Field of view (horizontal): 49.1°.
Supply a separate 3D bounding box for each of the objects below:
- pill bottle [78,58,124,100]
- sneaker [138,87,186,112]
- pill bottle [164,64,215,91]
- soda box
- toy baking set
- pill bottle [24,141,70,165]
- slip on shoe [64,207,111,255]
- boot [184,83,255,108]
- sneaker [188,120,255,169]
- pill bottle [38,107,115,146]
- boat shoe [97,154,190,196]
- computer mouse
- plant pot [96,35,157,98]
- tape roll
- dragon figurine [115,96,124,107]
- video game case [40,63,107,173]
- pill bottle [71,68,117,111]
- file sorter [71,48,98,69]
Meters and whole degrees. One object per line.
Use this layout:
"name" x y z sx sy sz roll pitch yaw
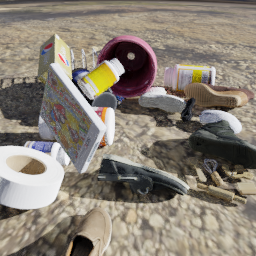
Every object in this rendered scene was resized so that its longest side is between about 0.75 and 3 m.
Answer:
"pill bottle" -0.870 -1.655 9.262 1.476 0.806 0.806 -38 42 -9
"sneaker" 1.786 -1.452 13.261 2.284 0.841 1.320 13 37 22
"pill bottle" 3.164 -2.573 14.580 2.508 1.370 1.370 7 32 11
"soda box" -2.253 -2.046 8.619 0.720 0.680 2.126 -34 39 16
"toy baking set" 2.912 1.597 8.884 2.264 0.263 1.737 13 31 20
"pill bottle" -2.727 0.888 9.441 1.438 0.832 0.832 2 32 3
"slip on shoe" -0.979 2.695 6.591 0.896 0.714 2.356 8 32 13
"boot" 4.496 -1.654 13.790 2.895 1.047 2.408 20 24 33
"sneaker" 3.703 0.467 9.914 2.737 1.046 1.568 18 42 36
"pill bottle" -1.866 -0.096 10.466 2.608 1.429 1.429 2 32 4
"boat shoe" 0.426 1.597 8.465 2.777 0.997 0.939 15 73 11
"computer mouse" 3.494 -0.493 11.674 2.527 0.554 1.386 19 48 22
"plant pot" 0.028 -3.360 14.160 2.907 2.907 2.602 3 32 5
"tape roll" -2.975 1.341 7.942 2.185 0.764 2.185 21 15 -6
"dragon figurine" -0.590 -1.361 13.396 0.318 0.537 1.080 -24 38 -35
"video game case" -1.165 -0.142 5.479 0.192 1.528 1.679 -23 66 -38
"pill bottle" -1.706 -1.580 12.731 1.603 1.603 2.867 -17 36 -25
"file sorter" -2.398 -3.409 15.652 2.722 1.695 1.889 -7 33 -13
